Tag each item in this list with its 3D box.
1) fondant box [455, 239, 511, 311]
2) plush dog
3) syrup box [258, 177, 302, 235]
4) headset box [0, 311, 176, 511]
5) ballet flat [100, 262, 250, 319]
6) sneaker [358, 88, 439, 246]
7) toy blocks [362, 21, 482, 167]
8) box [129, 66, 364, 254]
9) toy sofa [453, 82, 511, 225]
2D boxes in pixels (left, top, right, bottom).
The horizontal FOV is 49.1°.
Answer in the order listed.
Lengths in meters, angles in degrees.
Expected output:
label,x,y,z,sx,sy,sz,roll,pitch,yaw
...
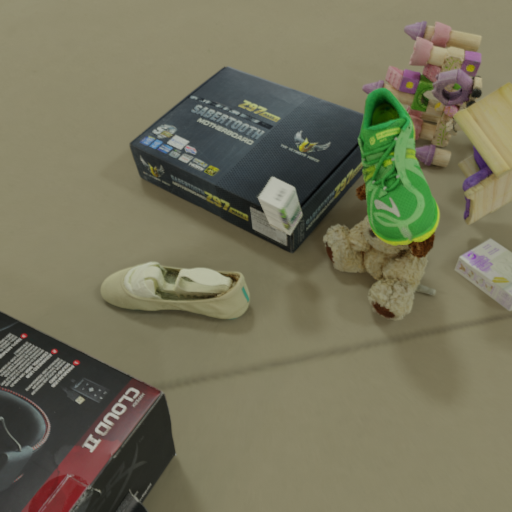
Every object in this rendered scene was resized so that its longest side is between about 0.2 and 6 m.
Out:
label,x,y,z,sx,sy,sz,roll,pitch,yaw
fondant box,3.588,0.258,8.250,0.735,0.297,1.019,-26,49,-24
plush dog,1.974,-0.262,7.861,1.471,1.574,1.833,-19,47,-19
syrup box,0.345,-0.655,7.575,0.375,0.922,0.363,29,79,20
headset box,-2.753,2.122,5.534,3.634,1.363,2.701,20,47,19
ballet flat,-1.159,0.388,7.780,2.168,0.753,0.753,5,44,5
sneaker,1.614,-1.122,6.898,0.862,0.972,2.327,-19,52,22
toy blocks,2.878,-2.981,10.336,1.897,2.106,2.253,15,48,6
box,-0.009,-1.856,9.771,3.485,0.889,2.748,29,59,26
toy sofa,3.226,-1.305,7.849,1.165,2.387,0.988,-31,73,15
